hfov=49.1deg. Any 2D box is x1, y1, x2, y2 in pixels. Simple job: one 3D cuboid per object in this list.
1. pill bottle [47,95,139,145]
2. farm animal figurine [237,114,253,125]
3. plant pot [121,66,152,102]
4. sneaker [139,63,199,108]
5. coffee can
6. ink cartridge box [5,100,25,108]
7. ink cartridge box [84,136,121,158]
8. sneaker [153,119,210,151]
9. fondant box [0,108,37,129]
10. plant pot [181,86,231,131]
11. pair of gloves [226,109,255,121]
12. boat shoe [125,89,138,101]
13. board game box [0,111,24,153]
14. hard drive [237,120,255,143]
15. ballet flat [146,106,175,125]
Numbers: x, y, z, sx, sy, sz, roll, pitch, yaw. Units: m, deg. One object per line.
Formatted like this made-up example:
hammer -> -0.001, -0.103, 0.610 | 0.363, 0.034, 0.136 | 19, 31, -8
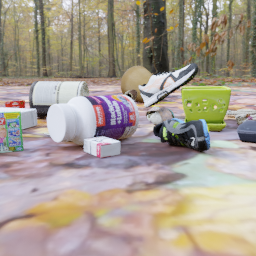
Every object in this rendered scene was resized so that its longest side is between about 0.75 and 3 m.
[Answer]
pill bottle -> -1.015, -0.253, 8.387 | 2.547, 1.419, 1.419 | -8, 14, -42
farm animal figurine -> 4.827, -0.285, 11.572 | 0.632, 0.394, 0.783 | -16, 7, 23
plant pot -> 1.244, -2.886, 20.442 | 2.599, 2.599, 2.789 | -6, 30, -30
sneaker -> 1.431, -1.766, 10.595 | 2.590, 1.036, 0.955 | -31, -6, 32
coffee can -> -3.171, -1.336, 13.207 | 2.378, 1.740, 1.740 | 1, 11, 7
ink cartridge box -> -5.035, -0.787, 12.696 | 0.219, 0.873, 1.006 | 10, 15, 38
ink cartridge box -> -0.701, 0.490, 7.433 | 0.628, 0.361, 0.865 | -9, 14, -38
sneaker -> 1.469, 0.207, 7.954 | 1.027, 0.879, 2.479 | -12, 10, -19
fondant box -> -4.857, -0.268, 10.446 | 1.771, 0.715, 2.454 | 3, 11, 17
plant pot -> 2.900, -0.767, 10.665 | 1.721, 1.569, 1.730 | 0, 12, 12
pair of gloves -> 5.694, -0.585, 13.020 | 1.852, 0.382, 2.178 | -4, 9, -4
boat shoe -> 0.058, -1.376, 12.833 | 0.559, 0.558, 1.510 | -33, 10, 49
board game box -> -3.654, 0.130, 7.391 | 1.622, 1.091, 0.236 | -4, 12, -19
hard drive -> 4.411, 0.118, 9.136 | 1.424, 0.447, 2.112 | 7, 13, 31
ballet flat -> 1.263, -0.449, 11.819 | 0.757, 0.767, 2.252 | -23, 10, -8
